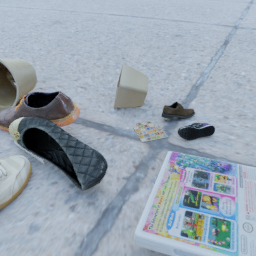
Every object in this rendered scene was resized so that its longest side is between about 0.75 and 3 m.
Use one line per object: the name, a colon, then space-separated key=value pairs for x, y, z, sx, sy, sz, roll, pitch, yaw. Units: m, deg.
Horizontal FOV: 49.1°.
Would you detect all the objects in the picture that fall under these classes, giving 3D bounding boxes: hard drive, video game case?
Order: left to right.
hard drive: x=-2.320 y=0.422 z=7.575 sx=1.343 sy=0.176 sz=0.886 roll=24 pitch=43 yaw=33
video game case: x=1.789 y=1.500 z=5.561 sx=2.628 sy=0.342 sz=2.887 roll=10 pitch=28 yaw=16

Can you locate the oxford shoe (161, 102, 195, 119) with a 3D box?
oxford shoe: x=1.629 y=-0.567 z=8.767 sx=1.173 sy=0.495 sz=0.426 roll=-3 pitch=21 yaw=-26

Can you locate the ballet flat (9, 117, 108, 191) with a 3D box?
ballet flat: x=-1.777 y=0.467 z=6.441 sx=2.935 sy=0.975 sz=0.834 roll=22 pitch=32 yaw=26

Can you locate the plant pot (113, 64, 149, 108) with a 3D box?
plant pot: x=0.129 y=-1.306 z=9.377 sx=0.964 sy=1.089 sz=1.088 roll=12 pitch=51 yaw=-7

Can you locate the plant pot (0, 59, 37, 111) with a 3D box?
plant pot: x=-4.053 y=-1.602 z=9.480 sx=1.868 sy=1.868 sz=1.710 roll=8 pitch=22 yaw=11

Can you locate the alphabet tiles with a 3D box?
alphabet tiles: x=0.622 y=0.076 z=8.284 sx=0.808 sy=0.036 sz=0.966 roll=-10 pitch=35 yaw=-15

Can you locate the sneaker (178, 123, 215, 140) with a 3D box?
sneaker: x=1.883 y=0.063 z=8.024 sx=1.102 sy=0.417 sz=0.482 roll=-4 pitch=22 yaw=-15

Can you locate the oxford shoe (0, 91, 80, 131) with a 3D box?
oxford shoe: x=-2.739 y=-0.567 z=7.867 sx=2.762 sy=1.007 sz=0.985 roll=-8 pitch=50 yaw=20

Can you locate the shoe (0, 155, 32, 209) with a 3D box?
shoe: x=-2.980 y=1.275 z=5.627 sx=0.976 sy=0.745 sz=2.792 roll=21 pitch=34 yaw=15
